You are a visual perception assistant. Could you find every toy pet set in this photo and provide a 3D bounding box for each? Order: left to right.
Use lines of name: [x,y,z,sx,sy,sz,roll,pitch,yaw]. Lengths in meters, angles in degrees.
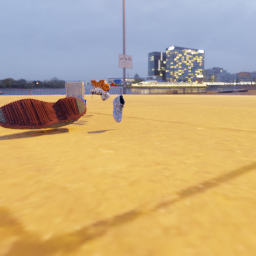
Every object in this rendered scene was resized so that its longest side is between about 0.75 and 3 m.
toy pet set: [-1.558,-1.312,12.307,2.505,1.425,2.683,-2,6,-4]

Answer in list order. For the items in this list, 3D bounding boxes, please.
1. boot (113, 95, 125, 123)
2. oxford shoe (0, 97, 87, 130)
boot: [-0.267,-0.613,8.686,0.310,0.843,0.403,2,-19,-33]
oxford shoe: [-2.459,-0.244,8.009,2.627,0.925,0.982,-7,-25,-40]
